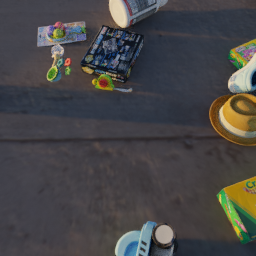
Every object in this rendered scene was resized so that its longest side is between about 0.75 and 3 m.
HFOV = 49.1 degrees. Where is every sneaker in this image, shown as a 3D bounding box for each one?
[{"bbox_3d":[5.065,-2.155,10.368,2.766,1.022,1.133,-42,26,-12],"label":"sneaker"}]

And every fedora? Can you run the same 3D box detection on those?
[{"bbox_3d":[4.040,-0.492,9.651,2.290,0.934,2.290,0,60,-1],"label":"fedora"}]

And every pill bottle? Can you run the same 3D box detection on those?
[{"bbox_3d":[0.510,-5.547,12.363,2.416,1.399,1.399,-33,65,-18],"label":"pill bottle"}]

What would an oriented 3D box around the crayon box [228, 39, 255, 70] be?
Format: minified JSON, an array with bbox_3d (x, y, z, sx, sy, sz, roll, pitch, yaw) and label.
[{"bbox_3d":[5.034,-2.984,11.379,1.633,0.476,0.970,-25,63,-14],"label":"crayon box"}]

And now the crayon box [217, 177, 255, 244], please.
[{"bbox_3d":[4.149,2.157,8.182,2.559,0.745,1.520,-17,61,-10],"label":"crayon box"}]

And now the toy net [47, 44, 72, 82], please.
[{"bbox_3d":[-2.617,-2.601,10.551,0.995,0.366,1.897,-30,56,27],"label":"toy net"}]

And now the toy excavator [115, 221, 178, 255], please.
[{"bbox_3d":[-0.096,3.563,7.254,2.498,1.247,2.428,6,57,18],"label":"toy excavator"}]

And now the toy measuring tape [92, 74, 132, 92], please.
[{"bbox_3d":[-0.593,-1.707,10.557,1.544,0.568,0.568,9,60,8],"label":"toy measuring tape"}]

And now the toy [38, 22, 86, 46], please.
[{"bbox_3d":[-2.898,-4.220,12.105,2.094,0.494,1.206,-6,59,-4],"label":"toy"}]

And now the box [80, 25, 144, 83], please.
[{"bbox_3d":[-0.587,-3.048,11.374,1.886,0.546,2.373,16,61,9],"label":"box"}]
